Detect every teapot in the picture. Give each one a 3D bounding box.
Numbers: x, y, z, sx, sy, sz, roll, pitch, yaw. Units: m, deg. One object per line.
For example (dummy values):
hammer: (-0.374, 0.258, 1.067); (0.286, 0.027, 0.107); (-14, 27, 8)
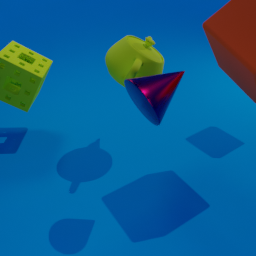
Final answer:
teapot: (0.223, -1.455, 5.937); (1.281, 1.009, 2.060); (31, 31, -8)

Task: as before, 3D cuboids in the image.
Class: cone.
cone: (0.535, -0.622, 4.238); (0.853, 0.850, 0.850); (-37, 46, -8)

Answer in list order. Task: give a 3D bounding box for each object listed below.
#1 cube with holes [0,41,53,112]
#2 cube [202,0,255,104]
cube with holes: (-2.715, -1.296, 7.034); (1.086, 1.086, 1.086); (26, 30, -16)
cube: (2.272, -1.379, 4.553); (1.337, 1.337, 1.337); (-38, 56, 12)
